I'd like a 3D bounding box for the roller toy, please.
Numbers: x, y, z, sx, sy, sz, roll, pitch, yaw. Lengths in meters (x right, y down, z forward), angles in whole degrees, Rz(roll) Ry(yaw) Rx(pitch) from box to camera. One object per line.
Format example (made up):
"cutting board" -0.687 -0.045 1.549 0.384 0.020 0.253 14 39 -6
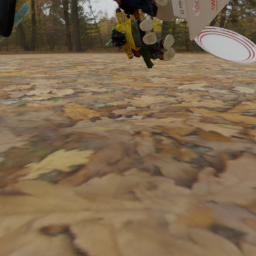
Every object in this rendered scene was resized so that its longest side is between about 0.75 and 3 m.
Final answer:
"roller toy" 0.974 -3.500 6.958 1.483 1.353 1.036 -8 -23 31

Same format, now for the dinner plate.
"dinner plate" 2.915 -2.451 8.378 2.042 0.248 2.042 6 44 -6

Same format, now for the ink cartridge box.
"ink cartridge box" 1.071 -2.157 3.664 0.612 1.065 1.818 32 73 32

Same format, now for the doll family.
"doll family" 0.004 -2.410 5.836 1.011 2.577 1.490 -23 25 -26

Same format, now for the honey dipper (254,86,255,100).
"honey dipper" 1.251 -1.085 2.384 0.420 0.420 2.209 8 61 22

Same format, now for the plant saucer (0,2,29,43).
"plant saucer" -2.813 -2.357 6.577 1.499 0.205 1.499 -31 33 23

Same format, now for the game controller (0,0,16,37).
"game controller" -2.504 -2.719 5.273 0.604 1.495 2.866 -9 34 -29
